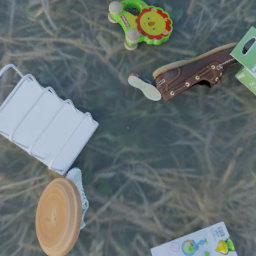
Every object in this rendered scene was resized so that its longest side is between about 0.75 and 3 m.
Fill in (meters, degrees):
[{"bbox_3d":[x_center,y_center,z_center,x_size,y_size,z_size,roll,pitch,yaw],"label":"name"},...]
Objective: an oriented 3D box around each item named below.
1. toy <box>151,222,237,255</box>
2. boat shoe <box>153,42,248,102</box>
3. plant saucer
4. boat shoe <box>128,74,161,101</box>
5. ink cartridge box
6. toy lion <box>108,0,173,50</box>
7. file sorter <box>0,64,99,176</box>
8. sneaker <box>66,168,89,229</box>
[{"bbox_3d":[1.514,2.925,6.358,1.798,0.425,1.035,-19,76,-4],"label":"toy"},{"bbox_3d":[1.893,-1.370,7.035,2.474,0.871,0.870,-21,77,-2],"label":"boat shoe"},{"bbox_3d":[-1.578,1.911,6.099,0.265,1.644,1.644,18,74,-41],"label":"plant saucer"},{"bbox_3d":[0.450,-1.073,7.246,0.985,0.308,0.351,32,118,-6],"label":"boat shoe"},{"bbox_3d":[3.445,-1.450,7.045,1.983,0.588,1.029,41,79,-1],"label":"ink cartridge box"},{"bbox_3d":[0.407,-2.884,7.598,1.454,0.521,1.517,-27,79,-13],"label":"toy lion"},{"bbox_3d":[-2.109,-0.200,6.520,2.258,1.406,1.567,32,80,7],"label":"file sorter"},{"bbox_3d":[-1.196,1.631,6.512,0.564,0.534,1.397,1,83,21],"label":"sneaker"}]
